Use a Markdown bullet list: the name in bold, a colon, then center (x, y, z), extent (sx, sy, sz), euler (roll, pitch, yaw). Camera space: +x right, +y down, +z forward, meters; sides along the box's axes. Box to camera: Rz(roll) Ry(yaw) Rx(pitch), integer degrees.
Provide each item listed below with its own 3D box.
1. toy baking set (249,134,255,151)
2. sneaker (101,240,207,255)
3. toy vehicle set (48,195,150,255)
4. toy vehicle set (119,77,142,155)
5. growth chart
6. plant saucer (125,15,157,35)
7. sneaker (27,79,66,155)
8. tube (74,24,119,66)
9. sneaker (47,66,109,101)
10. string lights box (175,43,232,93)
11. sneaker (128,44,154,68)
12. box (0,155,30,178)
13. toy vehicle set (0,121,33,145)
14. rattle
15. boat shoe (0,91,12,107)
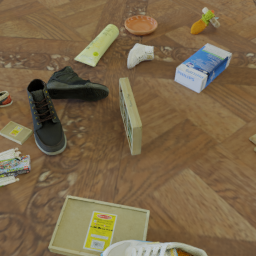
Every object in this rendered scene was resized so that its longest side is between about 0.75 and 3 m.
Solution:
- **toy baking set**: center (5.182, 0.519, 9.393), extent (2.039, 0.237, 1.565), euler (24, 53, 19)
- **sneaker**: center (0.605, 2.981, 6.392), extent (2.473, 0.999, 0.946), euler (7, 53, -14)
- **toy vehicle set**: center (-0.699, 2.718, 7.419), extent (2.395, 0.318, 1.488), euler (9, 49, 8)
- **toy vehicle set**: center (0.060, -0.424, 9.423), extent (0.305, 1.432, 2.304), euler (-8, 49, -7)
- **growth chart**: center (-3.852, 1.238, 8.847), extent (0.992, 0.122, 1.371), euler (-13, 50, -12)
- **plant saucer**: center (0.667, -5.238, 14.371), extent (1.673, 0.313, 1.673), euler (1, 49, -1)
- **sneaker**: center (-2.859, -0.397, 9.406), extent (0.997, 1.416, 2.666), euler (-19, 52, -16)
- **tube**: center (-1.305, -3.801, 12.929), extent (0.778, 0.696, 2.681), euler (-8, 40, 47)
- **sneaker**: center (-1.891, -1.754, 10.777), extent (2.386, 0.912, 1.367), euler (2, 56, 1)
- **string lights box**: center (3.176, -2.573, 11.773), extent (1.234, 0.708, 2.401), euler (34, 57, 26)
- **sneaker**: center (0.629, -3.177, 12.364), extent (0.987, 0.629, 1.708), euler (12, 49, 14)
- **box**: center (-3.581, 1.200, 8.715), extent (1.021, 0.177, 0.562), euler (-10, 50, -10)
- **toy vehicle set**: center (-3.903, 0.157, 9.780), extent (0.987, 0.131, 0.613), euler (21, 52, 18)
- **rattle**: center (4.024, -5.482, 14.613), extent (1.248, 1.370, 1.918), euler (28, 29, -9)
- **boat shoe**: center (-5.266, -1.012, 10.549), extent (1.660, 0.519, 0.591), euler (-12, 52, -9)
